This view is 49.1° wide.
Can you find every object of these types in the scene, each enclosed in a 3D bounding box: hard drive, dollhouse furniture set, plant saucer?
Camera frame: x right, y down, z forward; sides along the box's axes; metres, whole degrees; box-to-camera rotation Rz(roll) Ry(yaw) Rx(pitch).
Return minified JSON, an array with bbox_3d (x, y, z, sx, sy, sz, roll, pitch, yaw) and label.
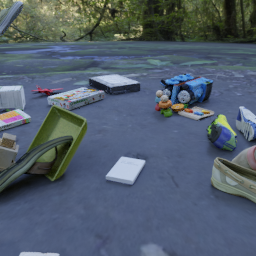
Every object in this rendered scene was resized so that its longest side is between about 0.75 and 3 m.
[{"bbox_3d":[-0.868,-2.711,17.124,2.050,0.555,2.934,-13,26,-28],"label":"hard drive"},{"bbox_3d":[-0.040,1.191,7.963,0.774,0.149,1.173,8,23,18],"label":"hard drive"},{"bbox_3d":[-4.634,0.541,8.680,2.388,1.501,2.700,19,15,-21],"label":"dollhouse furniture set"},{"bbox_3d":[-2.052,0.414,8.290,1.905,1.908,0.457,23,-7,44],"label":"plant saucer"}]

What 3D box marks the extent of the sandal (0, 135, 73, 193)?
[{"bbox_3d":[-2.534,1.035,7.482,2.635,0.752,1.046,-41,14,-30],"label":"sandal"}]

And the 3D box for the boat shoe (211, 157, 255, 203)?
[{"bbox_3d":[3.207,1.341,6.810,2.317,0.729,0.845,15,27,33],"label":"boat shoe"}]

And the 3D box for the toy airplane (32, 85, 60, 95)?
[{"bbox_3d":[-4.732,-2.097,15.817,1.927,0.354,1.927,5,17,-1],"label":"toy airplane"}]

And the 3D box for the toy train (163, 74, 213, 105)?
[{"bbox_3d":[3.030,-1.927,14.232,1.710,1.297,2.993,23,30,33],"label":"toy train"}]

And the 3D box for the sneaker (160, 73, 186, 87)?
[{"bbox_3d":[3.122,-2.730,16.530,2.437,1.010,0.864,4,21,9],"label":"sneaker"}]

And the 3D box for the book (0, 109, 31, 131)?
[{"bbox_3d":[-4.905,-0.296,11.420,1.026,0.369,1.536,22,31,38],"label":"book"}]

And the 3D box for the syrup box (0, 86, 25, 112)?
[{"bbox_3d":[-6.209,-1.349,13.079,2.513,1.023,0.990,-5,22,-12],"label":"syrup box"}]

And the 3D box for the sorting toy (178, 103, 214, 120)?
[{"bbox_3d":[2.884,-0.794,12.753,1.250,0.249,1.692,-18,29,-38],"label":"sorting toy"}]

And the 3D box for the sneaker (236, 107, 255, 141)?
[{"bbox_3d":[4.823,-0.086,10.495,1.091,0.763,1.890,4,29,1],"label":"sneaker"}]

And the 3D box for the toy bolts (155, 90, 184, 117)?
[{"bbox_3d":[1.791,-1.235,12.756,1.253,0.910,1.312,-20,26,-19],"label":"toy bolts"}]

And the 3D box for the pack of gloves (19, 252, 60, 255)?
[{"bbox_3d":[-2.207,2.701,4.143,1.778,0.418,2.117,-2,14,7],"label":"pack of gloves"}]

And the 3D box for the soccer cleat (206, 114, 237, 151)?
[{"bbox_3d":[3.393,0.186,9.984,1.012,0.782,2.420,34,24,4],"label":"soccer cleat"}]

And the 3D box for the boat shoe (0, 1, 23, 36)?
[{"bbox_3d":[-4.814,-4.424,11.098,0.522,1.683,0.606,43,17,-16],"label":"boat shoe"}]

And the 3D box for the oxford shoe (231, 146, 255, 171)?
[{"bbox_3d":[3.854,0.806,8.024,2.436,0.862,0.899,2,-19,-37],"label":"oxford shoe"}]

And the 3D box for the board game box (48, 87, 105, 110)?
[{"bbox_3d":[-2.604,-1.551,14.365,1.582,0.434,2.506,15,26,34],"label":"board game box"}]
